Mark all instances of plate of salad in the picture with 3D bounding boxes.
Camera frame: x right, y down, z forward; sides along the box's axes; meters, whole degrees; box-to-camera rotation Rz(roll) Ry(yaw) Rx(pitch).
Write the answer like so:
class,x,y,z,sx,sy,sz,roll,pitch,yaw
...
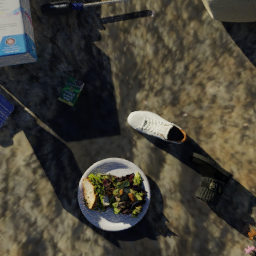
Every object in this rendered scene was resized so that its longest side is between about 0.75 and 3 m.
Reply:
class,x,y,z,sx,sy,sz,roll,pitch,yaw
plate of salad,-0.382,1.838,7.672,2.017,0.484,2.017,0,87,0

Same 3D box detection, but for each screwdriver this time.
class,x,y,z,sx,sy,sz,roll,pitch,yaw
screwdriver,-1.043,-3.447,7.897,2.808,0.392,0.409,-4,59,1

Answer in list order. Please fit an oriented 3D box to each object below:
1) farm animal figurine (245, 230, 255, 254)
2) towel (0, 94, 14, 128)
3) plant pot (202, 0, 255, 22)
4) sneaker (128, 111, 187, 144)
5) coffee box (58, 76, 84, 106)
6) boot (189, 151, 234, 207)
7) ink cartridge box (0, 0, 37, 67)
class,x,y,z,sx,sy,sz,roll,pitch,yaw
farm animal figurine,3.686,3.266,7.622,0.905,0.477,0.915,-7,88,0
towel,-3.655,-0.305,7.215,0.181,1.098,1.517,-1,52,28
plant pot,2.724,-3.851,6.882,2.013,2.998,2.998,-27,88,20
sneaker,0.821,-0.054,7.624,1.711,0.724,0.623,19,90,2
coffee box,-1.600,-1.034,7.927,0.465,0.166,0.756,27,88,1
boot,2.066,1.393,7.654,1.432,0.539,1.071,33,89,1
ink cartridge box,-3.516,-2.906,7.587,1.646,0.964,2.277,-8,89,0
